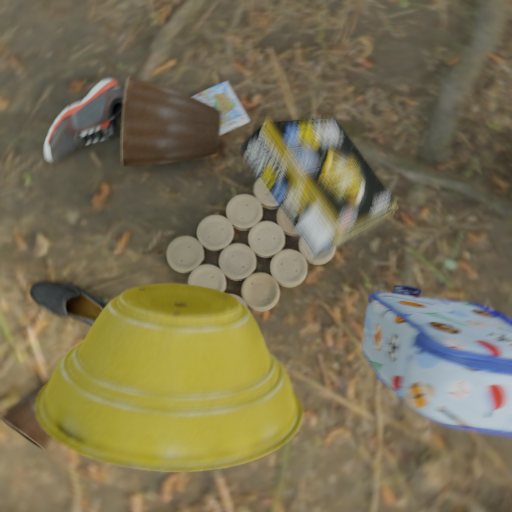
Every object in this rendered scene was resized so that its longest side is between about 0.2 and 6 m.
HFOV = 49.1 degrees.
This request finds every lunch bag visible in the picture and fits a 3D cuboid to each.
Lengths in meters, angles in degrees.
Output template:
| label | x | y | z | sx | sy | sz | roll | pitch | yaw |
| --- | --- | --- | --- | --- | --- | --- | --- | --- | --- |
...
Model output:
| label | x | y | z | sx | sy | sz | roll | pitch | yaw |
| --- | --- | --- | --- | --- | --- | --- | --- | --- | --- |
| lunch bag | 2.712 | 1.244 | 7.273 | 2.306 | 2.877 | 1.087 | 7 | 101 | -5 |

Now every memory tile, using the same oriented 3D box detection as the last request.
| label | x | y | z | sx | sy | sz | roll | pitch | yaw |
| --- | --- | --- | --- | --- | --- | --- | --- | --- | --- |
| memory tile | -0.084 | -0.092 | 11.010 | 2.932 | 0.246 | 2.247 | -37 | 77 | -11 |

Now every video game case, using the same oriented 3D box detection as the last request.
| label | x | y | z | sx | sy | sz | roll | pitch | yaw |
| --- | --- | --- | --- | --- | --- | --- | --- | --- | --- |
| video game case | -0.839 | -3.106 | 11.991 | 0.989 | 0.120 | 1.087 | -27 | 75 | -8 |

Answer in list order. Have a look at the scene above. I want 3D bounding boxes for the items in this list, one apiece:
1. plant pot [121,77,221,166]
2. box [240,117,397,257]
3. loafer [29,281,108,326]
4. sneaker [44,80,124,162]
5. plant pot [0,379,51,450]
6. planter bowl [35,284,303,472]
| label | x | y | z | sx | sy | sz | roll | pitch | yaw |
| --- | --- | --- | --- | --- | --- | --- | --- | --- | --- |
| plant pot | -1.660 | -2.564 | 11.139 | 1.840 | 1.720 | 1.720 | 4 | 73 | -9 |
| box | 1.090 | -1.213 | 8.876 | 0.614 | 2.489 | 1.987 | -40 | 80 | 34 |
| loafer | -3.451 | 0.858 | 10.497 | 1.824 | 0.659 | 0.664 | 17 | 75 | 6 |
| sneaker | -3.400 | -2.672 | 11.521 | 0.890 | 0.838 | 2.174 | 38 | 77 | 4 |
| plant pot | -3.788 | 2.716 | 9.886 | 0.943 | 0.943 | 1.008 | 30 | 60 | 9 |
| planter bowl | -1.083 | 1.284 | 7.692 | 3.615 | 3.615 | 1.506 | 6 | 100 | 2 |
